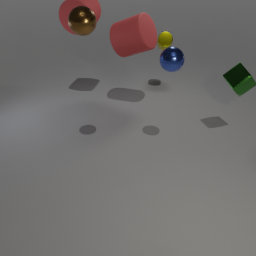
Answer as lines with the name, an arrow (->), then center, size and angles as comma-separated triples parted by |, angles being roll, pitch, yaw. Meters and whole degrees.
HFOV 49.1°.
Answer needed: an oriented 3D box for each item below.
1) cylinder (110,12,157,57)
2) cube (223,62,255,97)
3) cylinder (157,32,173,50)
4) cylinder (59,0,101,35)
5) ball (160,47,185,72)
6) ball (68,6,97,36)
cylinder -> 0.226, -3.651, 11.100 | 1.400, 1.400, 1.400 | -6, 23, 35
cube -> 3.783, -1.629, 9.483 | 0.700, 0.700, 0.700 | 27, 33, -47
cylinder -> 1.737, -4.098, 13.228 | 0.700, 0.700, 0.700 | 2, 2, 3
cylinder -> -1.978, -4.796, 11.697 | 1.400, 1.400, 1.400 | 6, 37, 10
ball -> 1.244, -1.937, 7.918 | 0.700, 0.700, 0.700 | 0, 30, 0
ball -> -1.130, -2.649, 6.942 | 0.700, 0.700, 0.700 | 0, 30, 0
